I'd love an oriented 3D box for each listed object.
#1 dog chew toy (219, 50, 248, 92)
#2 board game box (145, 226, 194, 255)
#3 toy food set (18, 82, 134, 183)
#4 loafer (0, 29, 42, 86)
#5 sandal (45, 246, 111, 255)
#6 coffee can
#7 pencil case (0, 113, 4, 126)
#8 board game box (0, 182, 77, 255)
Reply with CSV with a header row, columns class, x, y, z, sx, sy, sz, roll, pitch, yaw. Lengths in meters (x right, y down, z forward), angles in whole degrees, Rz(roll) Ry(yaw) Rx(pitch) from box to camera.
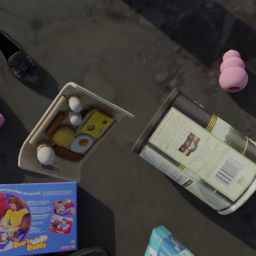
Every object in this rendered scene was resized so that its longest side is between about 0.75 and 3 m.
class,x,y,z,sx,sy,sz,roll,pitch,yaw
dog chew toy,3.268,-1.814,8.748,0.832,0.832,1.336,2,74,0
board game box,0.834,3.076,6.220,1.048,0.326,1.388,36,121,42
toy food set,-1.043,0.214,5.762,2.119,1.521,0.640,-48,41,20
loafer,-3.649,-2.284,8.847,0.831,0.728,2.311,-41,82,-7
sandal,-1.838,3.834,7.713,2.846,0.641,1.069,-12,100,-2
coffee can,1.877,0.603,7.595,2.907,2.128,2.128,36,81,5
pencil case,-4.801,-0.860,8.431,1.053,1.053,2.409,-38,83,-7
board game box,-2.788,2.446,7.631,2.738,0.613,1.841,2,78,-17
